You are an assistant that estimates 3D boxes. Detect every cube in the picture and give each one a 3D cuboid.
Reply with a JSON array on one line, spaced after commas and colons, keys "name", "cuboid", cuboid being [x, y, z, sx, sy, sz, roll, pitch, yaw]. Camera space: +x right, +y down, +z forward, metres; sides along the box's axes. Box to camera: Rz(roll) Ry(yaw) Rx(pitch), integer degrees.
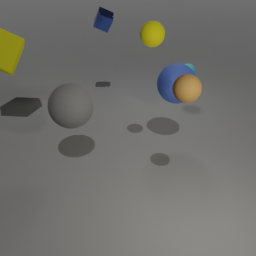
[{"name": "cube", "cuboid": [-4.935, -2.977, 10.818, 1.400, 1.400, 1.400, 21, -1, -21]}, {"name": "cube", "cuboid": [-1.109, -4.922, 12.740, 0.700, 0.700, 0.700, 17, 46, -20]}]

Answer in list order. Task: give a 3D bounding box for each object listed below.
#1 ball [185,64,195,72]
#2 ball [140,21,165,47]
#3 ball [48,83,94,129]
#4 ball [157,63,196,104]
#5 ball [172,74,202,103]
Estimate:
[{"name": "ball", "cuboid": [2.721, -2.583, 12.796, 0.700, 0.700, 0.700, 0, 30, 0]}, {"name": "ball", "cuboid": [0.682, -2.632, 7.848, 0.700, 0.700, 0.700, 0, 30, 0]}, {"name": "ball", "cuboid": [-1.764, -0.679, 8.669, 1.400, 1.400, 1.400, 0, 30, 0]}, {"name": "ball", "cuboid": [1.720, -1.558, 9.837, 1.400, 1.400, 1.400, 0, 30, 0]}, {"name": "ball", "cuboid": [1.433, -0.959, 6.808, 0.700, 0.700, 0.700, 0, 30, 0]}]
